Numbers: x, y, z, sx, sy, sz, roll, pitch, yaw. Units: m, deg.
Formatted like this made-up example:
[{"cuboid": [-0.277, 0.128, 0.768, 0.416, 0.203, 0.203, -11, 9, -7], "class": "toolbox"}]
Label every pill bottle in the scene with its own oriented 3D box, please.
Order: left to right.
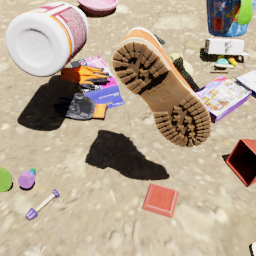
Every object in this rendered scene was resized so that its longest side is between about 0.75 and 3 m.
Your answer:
[{"cuboid": [-2.030, -2.607, 7.851, 1.578, 1.578, 2.794, 6, 32, 6], "class": "pill bottle"}]

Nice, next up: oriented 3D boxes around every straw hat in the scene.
[{"cuboid": [1.915, -2.655, 11.327, 1.660, 0.702, 1.660, 0, 47, 0], "class": "straw hat"}]

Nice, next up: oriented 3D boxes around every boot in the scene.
[{"cuboid": [0.838, -0.873, 6.009, 1.080, 2.879, 1.544, -29, 28, 21], "class": "boot"}]

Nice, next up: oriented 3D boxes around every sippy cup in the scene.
[{"cuboid": [2.899, -3.424, 7.980, 1.577, 1.472, 2.009, 16, 38, 29], "class": "sippy cup"}]

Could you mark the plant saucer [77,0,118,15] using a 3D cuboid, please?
[{"cuboid": [-1.627, -6.752, 15.104, 2.193, 0.556, 2.193, 4, 48, -5], "class": "plant saucer"}]

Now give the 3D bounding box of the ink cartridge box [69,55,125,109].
[{"cuboid": [-1.225, -1.746, 10.658, 1.320, 0.517, 2.789, -18, 52, -15], "class": "ink cartridge box"}]

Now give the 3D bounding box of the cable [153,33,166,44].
[{"cuboid": [1.366, -4.162, 13.141, 0.979, 0.246, 0.476, 37, 39, 15], "class": "cable"}]

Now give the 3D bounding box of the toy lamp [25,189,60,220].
[{"cuboid": [-2.229, 1.999, 7.304, 0.279, 0.279, 0.960, 31, 52, 26], "class": "toy lamp"}]

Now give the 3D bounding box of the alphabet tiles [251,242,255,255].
[{"cuboid": [3.969, 3.148, 6.305, 2.147, 0.157, 2.100, 1, 47, 1], "class": "alphabet tiles"}]

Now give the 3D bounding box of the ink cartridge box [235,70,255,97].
[{"cuboid": [5.111, -1.694, 10.714, 1.398, 0.303, 1.372, -26, 52, -20], "class": "ink cartridge box"}]

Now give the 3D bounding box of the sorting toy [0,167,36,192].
[{"cuboid": [-3.632, 1.248, 7.853, 2.257, 0.783, 0.777, 2, 24, 4], "class": "sorting toy"}]

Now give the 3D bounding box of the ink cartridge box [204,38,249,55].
[{"cuboid": [4.232, -3.453, 11.891, 1.754, 0.595, 1.010, 3, 21, 2], "class": "ink cartridge box"}]

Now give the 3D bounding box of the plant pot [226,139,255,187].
[{"cuboid": [3.587, 0.896, 7.913, 0.870, 0.986, 0.987, -10, 47, -25], "class": "plant pot"}]

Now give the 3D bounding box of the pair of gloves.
[{"cuboid": [-1.581, -1.275, 9.888, 1.910, 0.265, 2.144, 4, 70, 4], "class": "pair of gloves"}]

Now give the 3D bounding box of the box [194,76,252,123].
[{"cuboid": [3.266, -1.087, 10.077, 1.951, 0.381, 1.335, -30, 54, -25], "class": "box"}]

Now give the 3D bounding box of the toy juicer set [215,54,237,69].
[{"cuboid": [4.027, -2.602, 11.519, 0.818, 0.350, 1.286, 19, 38, 12], "class": "toy juicer set"}]

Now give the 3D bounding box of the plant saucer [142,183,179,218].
[{"cuboid": [0.884, 1.886, 7.481, 0.843, 0.155, 0.841, 15, 49, 12], "class": "plant saucer"}]
